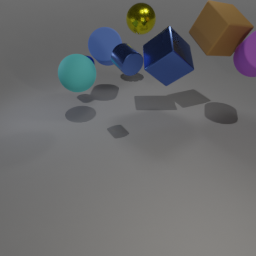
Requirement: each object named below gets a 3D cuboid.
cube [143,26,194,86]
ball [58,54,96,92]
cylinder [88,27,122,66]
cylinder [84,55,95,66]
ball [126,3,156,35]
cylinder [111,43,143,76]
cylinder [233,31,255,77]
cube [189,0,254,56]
[{"bbox_3d":[1.574,-2.793,11.068,1.400,1.400,1.400,-28,49,36],"label":"cube"},{"bbox_3d":[-1.880,-2.026,10.388,1.400,1.400,1.400,0,32,0],"label":"ball"},{"bbox_3d":[-0.930,-3.479,12.099,1.400,1.400,1.400,1,6,1],"label":"cylinder"},{"bbox_3d":[-1.895,-2.751,11.974,0.700,0.700,0.700,-21,28,-30],"label":"cylinder"},{"bbox_3d":[0.608,-5.111,13.130,1.400,1.400,1.400,0,32,0],"label":"ball"},{"bbox_3d":[-0.030,-1.956,7.988,0.700,0.700,0.700,-17,45,-25],"label":"cylinder"},{"bbox_3d":[4.551,-2.569,9.725,1.400,1.400,1.400,4,2,6],"label":"cylinder"},{"bbox_3d":[3.451,-3.691,10.515,1.400,1.400,1.400,-8,57,-31],"label":"cube"}]
